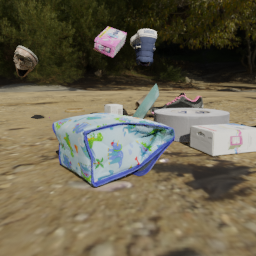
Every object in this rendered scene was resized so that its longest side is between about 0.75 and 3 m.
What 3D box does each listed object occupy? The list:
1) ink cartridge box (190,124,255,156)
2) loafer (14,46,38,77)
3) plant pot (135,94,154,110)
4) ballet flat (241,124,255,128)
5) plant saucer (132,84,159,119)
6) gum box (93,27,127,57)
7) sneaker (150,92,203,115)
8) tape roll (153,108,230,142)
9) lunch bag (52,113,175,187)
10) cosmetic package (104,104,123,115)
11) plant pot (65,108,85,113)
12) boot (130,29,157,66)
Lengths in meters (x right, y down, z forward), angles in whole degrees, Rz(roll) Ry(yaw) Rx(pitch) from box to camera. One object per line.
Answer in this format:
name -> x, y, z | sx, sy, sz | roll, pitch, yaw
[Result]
ink cartridge box -> 2.713, 0.291, 7.977 | 1.579, 0.668, 1.141 | -2, 10, -20
loafer -> -3.881, -2.391, 10.514 | 0.807, 0.706, 2.246 | 28, -10, -15
plant pot -> 1.027, -1.575, 18.242 | 0.938, 1.081, 1.081 | -22, 19, -25
ballet flat -> 4.943, -0.051, 11.186 | 0.916, 0.260, 0.304 | -2, 10, -10
plant saucer -> 0.660, -0.784, 11.362 | 0.392, 2.183, 2.183 | 34, 13, 2
gum box -> -0.648, -3.129, 10.160 | 0.775, 0.452, 1.366 | 21, 43, 4
sneaker -> 2.592, -1.179, 14.613 | 2.844, 1.357, 1.124 | -1, 11, 2
tape roll -> 2.232, -0.172, 10.072 | 2.661, 0.879, 2.661 | 0, 9, 0
lunch bag -> -0.311, 0.274, 6.145 | 2.110, 1.344, 1.794 | -18, 18, -32
cosmetic package -> -0.765, -0.880, 14.703 | 0.695, 0.699, 0.835 | -6, 11, -27
plant pot -> -3.374, -1.133, 17.763 | 1.269, 0.174, 1.269 | 0, 9, 0
boot -> 0.599, -3.390, 12.467 | 1.066, 1.323, 2.929 | 6, 5, -3
